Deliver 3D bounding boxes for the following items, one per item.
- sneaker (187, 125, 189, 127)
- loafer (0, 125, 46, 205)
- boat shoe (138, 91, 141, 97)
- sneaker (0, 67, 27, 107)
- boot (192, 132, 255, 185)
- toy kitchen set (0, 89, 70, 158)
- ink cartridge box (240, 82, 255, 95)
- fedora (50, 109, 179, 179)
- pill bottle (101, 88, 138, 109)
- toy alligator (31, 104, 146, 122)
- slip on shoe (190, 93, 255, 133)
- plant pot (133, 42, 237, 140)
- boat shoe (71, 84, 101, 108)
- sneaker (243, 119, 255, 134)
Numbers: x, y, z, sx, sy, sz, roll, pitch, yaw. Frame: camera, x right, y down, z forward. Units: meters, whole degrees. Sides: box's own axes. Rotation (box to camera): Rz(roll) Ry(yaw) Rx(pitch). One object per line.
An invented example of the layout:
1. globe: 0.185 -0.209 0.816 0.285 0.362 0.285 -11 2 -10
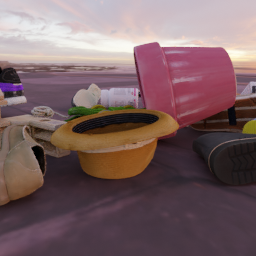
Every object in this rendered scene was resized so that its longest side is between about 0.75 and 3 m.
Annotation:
1. sneaker: 1.525 -0.448 8.210 0.687 0.594 1.585 0 12 22
2. loafer: -1.539 0.474 4.143 0.635 0.716 1.883 -3 24 -15
3. boat shoe: 0.787 -1.636 13.929 0.876 0.315 0.296 9 51 8
4. sneaker: -4.442 -1.330 8.824 2.860 1.422 0.994 -3 12 23
5. boot: 2.250 0.295 4.673 2.160 0.837 1.494 0 8 -3
6. toy kitchen set: -2.131 -0.085 5.046 1.427 1.290 1.581 10 17 37
7. ink cartridge box: 4.328 -0.565 7.752 2.494 0.546 2.518 5 -9 10
8. fedora: -0.171 0.266 4.568 2.059 0.840 2.059 -5 16 1
9. pill bottle: -0.305 -1.093 10.413 1.352 0.767 0.767 1 13 1
10. toy alligator: -0.680 -0.142 6.439 2.917 0.701 0.967 -1 14 -19
11. slip on shoe: 2.865 -0.322 6.775 2.804 1.066 0.849 0 15 33
12. plant pot: 1.211 -0.913 6.147 1.875 2.095 2.095 -11 13 3
13. boat shoe: -1.661 -1.067 10.850 0.766 0.813 2.265 -36 9 21
14. sneaker: 3.452 0.084 5.485 2.155 0.797 0.886 9 14 29
